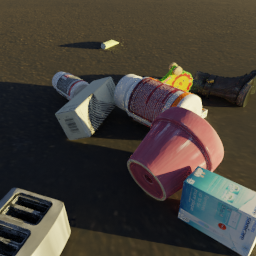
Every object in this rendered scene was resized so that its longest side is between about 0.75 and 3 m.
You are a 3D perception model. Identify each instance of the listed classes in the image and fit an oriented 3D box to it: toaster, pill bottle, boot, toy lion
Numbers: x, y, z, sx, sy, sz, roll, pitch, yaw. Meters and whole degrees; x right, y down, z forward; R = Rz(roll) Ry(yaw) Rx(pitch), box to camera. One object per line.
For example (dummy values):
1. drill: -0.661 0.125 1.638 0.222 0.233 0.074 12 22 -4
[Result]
1. toaster: -2.172 2.277 5.665 1.829 1.085 1.653 12 36 17
2. pill bottle: 0.955 -0.827 9.818 1.630 1.630 2.855 -29 44 -36
3. boot: 4.188 -2.082 12.261 2.609 1.037 2.996 21 42 28
4. toy lion: 1.845 -1.747 11.145 1.466 1.405 0.503 -40 40 5
5. pill bottle: -2.400 -1.721 11.743 1.003 1.003 1.732 -26 42 -33

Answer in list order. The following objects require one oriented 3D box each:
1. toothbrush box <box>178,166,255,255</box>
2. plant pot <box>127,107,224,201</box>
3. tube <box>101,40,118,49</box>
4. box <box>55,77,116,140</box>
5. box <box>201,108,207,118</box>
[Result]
1. toothbrush box: 2.072 1.814 6.209 1.712 1.253 0.730 24 41 30
2. plant pot: 1.075 0.768 7.316 1.857 2.075 2.075 -39 48 -24
3. tube: -1.160 -5.355 17.829 0.393 0.440 1.515 -24 13 38
4. box: -1.314 -0.774 10.041 0.934 1.123 2.733 -9 29 30
5. box: 2.059 -0.715 10.861 1.737 0.302 0.956 29 43 35
